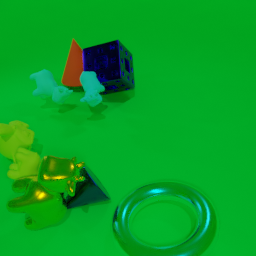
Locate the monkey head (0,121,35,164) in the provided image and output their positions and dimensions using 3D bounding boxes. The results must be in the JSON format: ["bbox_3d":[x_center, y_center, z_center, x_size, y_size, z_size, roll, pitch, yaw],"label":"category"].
[{"bbox_3d":[-2.942,0.317,6.958,1.532,0.923,1.102,44,16,29],"label":"monkey head"}]

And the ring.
[{"bbox_3d":[0.667,1.758,5.296,2.036,0.407,2.036,-10,29,5],"label":"ring"}]

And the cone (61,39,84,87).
[{"bbox_3d":[-1.845,-2.506,10.222,1.493,1.498,1.493,-5,32,3],"label":"cone"}]

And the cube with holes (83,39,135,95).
[{"bbox_3d":[-0.616,-1.968,9.404,1.279,1.279,1.279,-8,-10,20],"label":"cube with holes"}]

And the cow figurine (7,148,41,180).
[{"bbox_3d":[-2.020,0.950,5.920,0.937,0.953,0.523,23,15,-21],"label":"cow figurine"}]

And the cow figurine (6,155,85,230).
[{"bbox_3d":[-1.419,1.228,5.259,1.554,1.580,0.867,-13,41,4],"label":"cow figurine"}]

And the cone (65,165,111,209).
[{"bbox_3d":[-1.049,1.446,5.986,0.984,0.980,0.980,-38,44,-6],"label":"cone"}]

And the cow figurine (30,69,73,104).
[{"bbox_3d":[-2.403,-1.319,8.829,1.233,1.253,0.688,-17,-9,18],"label":"cow figurine"}]

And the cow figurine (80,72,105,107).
[{"bbox_3d":[-1.109,-1.175,8.201,0.605,1.102,1.084,-29,-2,18],"label":"cow figurine"}]
